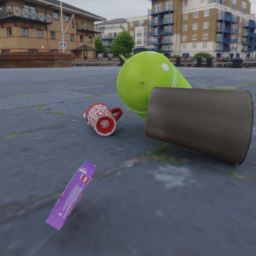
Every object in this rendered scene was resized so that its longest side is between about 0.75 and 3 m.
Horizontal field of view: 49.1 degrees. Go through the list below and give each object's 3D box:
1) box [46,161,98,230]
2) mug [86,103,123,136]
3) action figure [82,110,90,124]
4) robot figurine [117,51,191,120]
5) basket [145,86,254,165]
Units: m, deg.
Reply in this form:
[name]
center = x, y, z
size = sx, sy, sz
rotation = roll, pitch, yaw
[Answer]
[box]
center = -0.634, 0.760, 3.380
size = 0.185, 0.647, 0.945
rotation = 32, -1, -1
[mug]
center = -0.630, -0.302, 7.499
size = 0.934, 0.702, 1.052
rotation = -46, 23, 2
[action figure]
center = -1.041, -0.424, 8.577
size = 0.787, 0.586, 0.527
rotation = 10, 17, -20
[robot figurine]
center = 0.724, -0.911, 7.100
size = 2.573, 1.489, 2.258
rotation = 30, 19, -53
[basket]
center = 1.322, -0.174, 5.534
size = 1.840, 1.251, 1.659
rotation = 9, 45, 8
